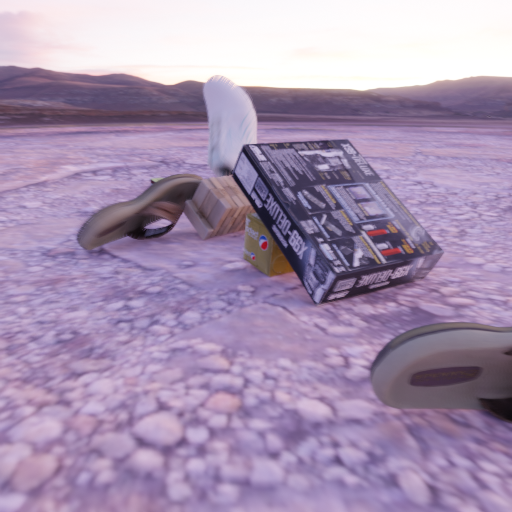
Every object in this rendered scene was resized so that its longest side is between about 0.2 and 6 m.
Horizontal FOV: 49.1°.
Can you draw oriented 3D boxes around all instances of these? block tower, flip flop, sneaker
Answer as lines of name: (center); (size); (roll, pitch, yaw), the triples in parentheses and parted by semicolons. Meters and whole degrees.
block tower: (0.034, -1.251, 12.299); (3.333, 0.964, 0.900); (-18, 62, -42)
flip flop: (2.554, 1.094, 5.011); (3.009, 1.220, 0.866); (-3, 34, -5)
flip flop: (-2.094, -0.739, 10.977); (2.898, 1.175, 0.834); (-30, 69, -39)
sneaker: (-0.605, -2.678, 13.041); (1.232, 3.075, 1.081); (-27, 11, -37)

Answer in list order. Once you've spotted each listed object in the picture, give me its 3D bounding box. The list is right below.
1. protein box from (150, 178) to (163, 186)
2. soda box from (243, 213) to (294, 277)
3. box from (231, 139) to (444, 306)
protein box: (-2.187, -1.660, 14.656); (0.971, 0.660, 0.978); (-7, 18, -22)
soda box: (1.069, -0.382, 9.948); (2.604, 0.882, 0.834); (-11, 29, -32)
box: (1.247, -0.708, 8.969); (2.266, 0.715, 2.873); (-10, 53, -32)
